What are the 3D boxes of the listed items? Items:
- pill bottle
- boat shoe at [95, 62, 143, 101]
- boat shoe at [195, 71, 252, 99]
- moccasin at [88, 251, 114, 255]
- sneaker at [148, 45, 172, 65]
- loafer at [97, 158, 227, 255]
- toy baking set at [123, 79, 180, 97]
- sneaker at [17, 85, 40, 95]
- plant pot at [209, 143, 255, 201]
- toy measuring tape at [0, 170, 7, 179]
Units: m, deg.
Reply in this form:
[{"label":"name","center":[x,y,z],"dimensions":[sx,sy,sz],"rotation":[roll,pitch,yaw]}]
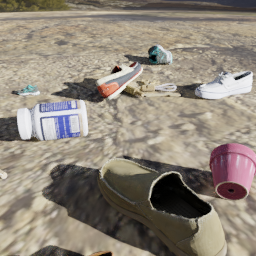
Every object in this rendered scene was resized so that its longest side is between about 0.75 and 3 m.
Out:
[{"label":"pill bottle","center":[-1.859,-0.177,7.013],"dimensions":[1.609,0.931,0.931],"rotation":[-6,28,-12]},{"label":"boat shoe","center":[-0.270,-1.829,9.810],"dimensions":[0.858,0.754,2.410],"rotation":[-21,20,44]},{"label":"boat shoe","center":[3.417,-1.606,9.964],"dimensions":[2.389,0.781,0.879],"rotation":[-14,30,-25]},{"label":"moccasin","center":[-0.780,1.883,3.437],"dimensions":[1.353,0.522,0.495],"rotation":[-9,29,-18]},{"label":"sneaker","center":[1.377,-3.679,14.105],"dimensions":[0.925,0.786,2.027],"rotation":[-14,29,-18]},{"label":"loafer","center":[0.455,1.069,4.615],"dimensions":[1.005,0.892,2.645],"rotation":[-24,35,-38]},{"label":"toy baking set","center":[0.767,-1.532,10.357],"dimensions":[1.760,0.267,2.293],"rotation":[-17,31,-28]},{"label":"sneaker","center":[-3.563,-1.374,9.978],"dimensions":[0.798,0.364,0.310],"rotation":[-2,27,-2]},{"label":"plant pot","center":[1.933,0.857,5.190],"dimensions":[0.881,0.881,0.789],"rotation":[8,44,16]},{"label":"toy measuring tape","center":[-3.104,1.190,4.943],"dimensions":[0.727,0.727,1.977],"rotation":[16,9,29]}]
